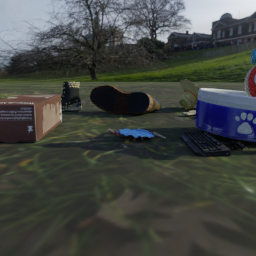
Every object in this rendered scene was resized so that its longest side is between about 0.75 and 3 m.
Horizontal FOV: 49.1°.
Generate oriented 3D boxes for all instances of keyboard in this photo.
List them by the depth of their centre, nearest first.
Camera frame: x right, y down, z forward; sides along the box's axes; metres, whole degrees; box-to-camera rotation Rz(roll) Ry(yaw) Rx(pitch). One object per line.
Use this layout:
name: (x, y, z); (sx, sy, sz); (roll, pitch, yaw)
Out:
keyboard: (1.868, 0.289, 6.215); (1.147, 0.186, 1.805); (0, 12, -1)

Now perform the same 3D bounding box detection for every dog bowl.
dog bowl: (2.953, -0.382, 7.031); (2.445, 0.963, 2.445); (6, 12, -1)

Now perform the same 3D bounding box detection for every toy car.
toy car: (3.570, -0.970, 5.947); (1.472, 1.534, 1.664); (9, -5, -24)

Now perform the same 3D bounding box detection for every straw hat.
straw hat: (2.602, -1.201, 11.971); (0.770, 1.820, 1.820); (-45, 20, -4)

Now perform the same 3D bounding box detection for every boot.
boot: (-0.096, -1.031, 11.275); (2.916, 1.089, 1.413); (15, 4, 32)
boot: (-2.703, -1.295, 11.484); (1.607, 1.214, 0.580); (-4, 12, -18)

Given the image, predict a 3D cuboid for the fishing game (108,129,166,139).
fishing game: (0.185, 0.166, 6.826); (1.280, 0.199, 0.917); (3, 9, -24)

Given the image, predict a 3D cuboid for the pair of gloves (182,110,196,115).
pair of gloves: (2.601, -0.491, 10.133); (0.874, 0.180, 1.027); (-13, 15, -37)

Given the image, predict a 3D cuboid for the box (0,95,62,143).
box: (-2.700, -0.352, 7.502); (1.292, 0.967, 2.580); (0, 13, -1)
